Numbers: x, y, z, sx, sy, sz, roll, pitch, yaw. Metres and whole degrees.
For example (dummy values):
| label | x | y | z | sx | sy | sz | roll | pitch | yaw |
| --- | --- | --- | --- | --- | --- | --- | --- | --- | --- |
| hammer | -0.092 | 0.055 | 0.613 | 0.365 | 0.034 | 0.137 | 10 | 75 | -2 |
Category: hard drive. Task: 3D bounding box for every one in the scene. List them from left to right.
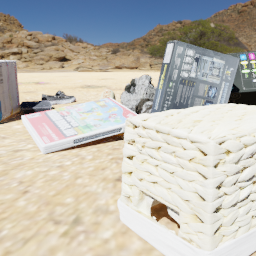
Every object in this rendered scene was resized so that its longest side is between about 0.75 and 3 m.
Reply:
| label | x | y | z | sx | sy | sz | roll | pitch | yaw |
| --- | --- | --- | --- | --- | --- | --- | --- | --- | --- |
| hard drive | -3.593 | -0.801 | 10.974 | 1.163 | 0.365 | 1.724 | -5 | 14 | -19 |

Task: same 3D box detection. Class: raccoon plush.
| label | x | y | z | sx | sy | sz | roll | pitch | yaw |
| --- | --- | --- | --- | --- | --- | --- | --- | --- | --- |
| raccoon plush | 0.768 | -0.461 | 8.978 | 1.263 | 2.611 | 1.749 | -32 | -43 | 29 |

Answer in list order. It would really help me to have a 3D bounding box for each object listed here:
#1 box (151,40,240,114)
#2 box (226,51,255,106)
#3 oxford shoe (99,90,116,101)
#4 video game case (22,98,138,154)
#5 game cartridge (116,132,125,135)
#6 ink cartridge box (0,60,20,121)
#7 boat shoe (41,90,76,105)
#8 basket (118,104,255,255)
| label | x | y | z | sx | sy | sz | roll | pitch | yaw |
| --- | --- | --- | --- | --- | --- | --- | --- | --- | --- |
| box | 1.466 | -0.739 | 6.371 | 1.653 | 2.097 | 0.535 | 9 | 10 | -18 |
| box | 2.817 | -1.080 | 8.044 | 2.248 | 1.397 | 1.669 | -3 | -29 | 12 |
| oxford shoe | -0.881 | -1.047 | 10.749 | 0.794 | 0.828 | 2.244 | 1 | 9 | 1 |
| video game case | -1.188 | -0.184 | 7.370 | 2.703 | 0.236 | 1.932 | -15 | 30 | -28 |
| game cartridge | -0.922 | -0.210 | 8.682 | 2.042 | 0.376 | 2.317 | 0 | 11 | -1 |
| ink cartridge box | -5.182 | -1.340 | 9.705 | 1.994 | 2.004 | 2.731 | -1 | 13 | -4 |
| boat shoe | -3.244 | -1.458 | 13.153 | 1.846 | 0.611 | 0.645 | -13 | 19 | -42 |
| basket | 1.135 | 0.492 | 3.524 | 2.225 | 1.372 | 1.508 | -11 | 17 | -35 |
